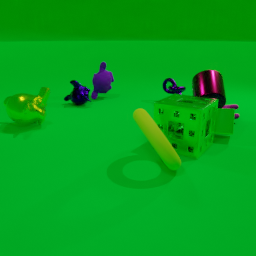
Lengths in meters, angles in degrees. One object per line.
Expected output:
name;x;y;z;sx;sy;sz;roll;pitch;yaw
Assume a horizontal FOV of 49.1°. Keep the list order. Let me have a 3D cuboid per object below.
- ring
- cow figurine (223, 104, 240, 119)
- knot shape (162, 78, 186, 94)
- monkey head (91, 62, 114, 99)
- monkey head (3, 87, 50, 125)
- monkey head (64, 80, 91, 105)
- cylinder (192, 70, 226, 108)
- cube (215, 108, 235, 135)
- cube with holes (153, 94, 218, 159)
ring;0.630;0.244;6.129;0.314;1.570;1.570;-35;21;3
cow figurine;3.153;-0.497;9.443;1.106;0.617;1.124;-8;5;1
knot shape;2.009;-1.641;11.855;1.132;0.523;1.060;40;-4;-11
monkey head;-1.289;-2.145;12.625;1.228;1.707;1.028;24;13;25
monkey head;-3.172;-0.795;8.911;1.183;1.412;1.963;24;-5;-42
monkey head;-2.065;-1.413;11.417;1.386;0.835;0.997;5;-22;29
cylinder;2.541;-1.155;8.846;0.979;0.979;0.979;1;58;4
cube;2.619;-0.178;7.987;0.711;0.711;0.711;3;-1;16
cube with holes;1.497;-0.111;7.317;1.238;1.238;1.238;12;23;31
